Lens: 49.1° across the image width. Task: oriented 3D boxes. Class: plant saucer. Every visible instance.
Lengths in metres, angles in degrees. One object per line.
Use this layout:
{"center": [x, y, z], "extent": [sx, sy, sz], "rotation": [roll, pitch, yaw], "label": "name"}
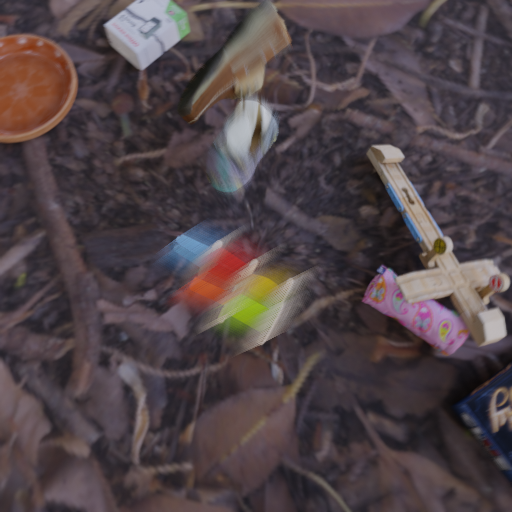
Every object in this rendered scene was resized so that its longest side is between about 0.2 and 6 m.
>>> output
{"center": [-4.517, -3.142, 10.586], "extent": [2.256, 0.364, 2.256], "rotation": [0, 73, 0], "label": "plant saucer"}

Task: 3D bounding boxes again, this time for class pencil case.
{"center": [2.586, 0.873, 9.063], "extent": [1.726, 0.755, 0.755], "rotation": [35, 75, 12], "label": "pencil case"}

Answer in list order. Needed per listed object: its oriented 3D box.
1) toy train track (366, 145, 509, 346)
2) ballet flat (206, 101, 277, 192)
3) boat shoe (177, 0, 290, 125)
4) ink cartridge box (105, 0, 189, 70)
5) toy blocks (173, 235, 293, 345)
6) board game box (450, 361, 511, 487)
{"center": [2.973, -0.431, 9.190], "extent": [2.237, 0.634, 3.899], "rotation": [-8, 60, -29], "label": "toy train track"}
{"center": [-0.140, -1.971, 8.904], "extent": [0.871, 0.871, 2.422], "rotation": [15, 43, 5], "label": "ballet flat"}
{"center": [-0.259, -3.027, 9.089], "extent": [0.905, 0.927, 2.451], "rotation": [43, 76, -23], "label": "boat shoe"}
{"center": [-2.111, -4.414, 10.900], "extent": [0.948, 0.547, 1.303], "rotation": [43, 77, 13], "label": "ink cartridge box"}
{"center": [-0.430, 0.321, 7.172], "extent": [1.641, 1.368, 0.596], "rotation": [28, 113, 3], "label": "toy blocks"}
{"center": [5.256, 2.305, 8.625], "extent": [3.628, 0.628, 2.458], "rotation": [-33, 75, -10], "label": "board game box"}
